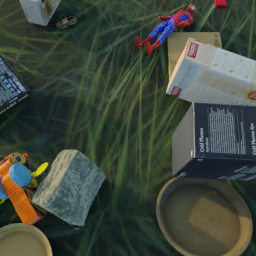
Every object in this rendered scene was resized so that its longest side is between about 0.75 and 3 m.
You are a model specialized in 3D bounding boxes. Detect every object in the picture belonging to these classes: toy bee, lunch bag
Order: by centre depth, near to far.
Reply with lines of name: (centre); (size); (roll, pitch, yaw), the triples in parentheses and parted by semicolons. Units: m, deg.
lunch bag: (-1.456, 1.635, 7.485); (1.450, 1.204, 1.728); (40, 61, -28)
toy bee: (-2.973, 1.232, 7.733); (1.756, 1.458, 2.683); (-14, 96, 11)

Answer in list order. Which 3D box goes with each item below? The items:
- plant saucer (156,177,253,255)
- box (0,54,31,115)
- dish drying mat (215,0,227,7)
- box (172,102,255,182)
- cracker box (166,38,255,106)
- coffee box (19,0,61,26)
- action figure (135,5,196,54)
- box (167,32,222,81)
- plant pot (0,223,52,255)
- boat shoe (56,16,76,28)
plant saucer: (1.957, 2.300, 7.362); (2.480, 0.365, 2.480); (2, 47, -3)
box: (-4.636, -1.512, 9.066); (1.872, 0.570, 2.323); (-39, 88, -18)
dish drying mat: (3.793, -5.466, 11.552); (0.463, 0.110, 1.206); (4, 64, 1)
box: (2.415, 0.467, 6.978); (2.248, 2.469, 1.285); (3, 70, -2)
cracker box: (2.799, -1.317, 8.338); (2.917, 1.954, 0.841); (20, 69, 1)
coffee box: (-3.250, -5.156, 10.820); (0.808, 1.160, 2.028); (15, 66, 7)
action figure: (1.548, -3.811, 10.387); (2.797, 0.723, 0.915); (-38, 49, -20)
box: (2.424, -2.451, 10.019); (1.976, 0.257, 2.418); (0, 65, 1)
plant pot: (-2.894, 3.481, 7.167); (1.966, 0.270, 1.966); (0, 64, -1)
boat shoe: (-2.391, -4.114, 10.800); (0.794, 0.293, 0.300); (-24, 67, -11)
